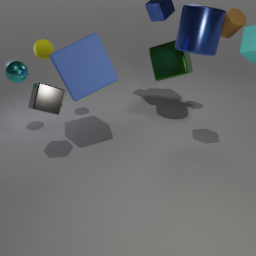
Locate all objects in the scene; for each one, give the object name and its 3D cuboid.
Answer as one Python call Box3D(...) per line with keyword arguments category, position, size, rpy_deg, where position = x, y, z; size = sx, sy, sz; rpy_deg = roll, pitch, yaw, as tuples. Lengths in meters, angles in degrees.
Box3D(category="cube", position=(-1.294, -1.786, 8.200), size=(1.400, 1.400, 1.400), rpy_deg=(-28, 18, -5))
Box3D(category="cube", position=(-2.219, -0.786, 7.591), size=(0.700, 0.700, 0.700), rpy_deg=(13, -1, -31))
Box3D(category="ball", position=(-3.084, -2.877, 10.245), size=(0.700, 0.700, 0.700), rpy_deg=(0, 29, 0))
Box3D(category="cube", position=(1.189, -4.445, 10.353), size=(0.700, 0.700, 0.700), rpy_deg=(18, 58, 45))
Box3D(category="cube", position=(1.866, -2.895, 12.018), size=(1.400, 1.400, 1.400), rpy_deg=(-10, 9, 24))
Box3D(category="ball", position=(-3.506, -1.765, 8.857), size=(0.700, 0.700, 0.700), rpy_deg=(0, 29, 0))
Box3D(category="cube", position=(3.330, -2.113, 7.003), size=(0.700, 0.700, 0.700), rpy_deg=(19, -8, -39))
Box3D(category="cylinder", position=(2.366, -3.214, 9.245), size=(1.400, 1.400, 1.400), rpy_deg=(8, 21, -3))
Box3D(category="cylinder", position=(3.464, -3.519, 9.432), size=(0.700, 0.700, 0.700), rpy_deg=(6, 70, -17))
